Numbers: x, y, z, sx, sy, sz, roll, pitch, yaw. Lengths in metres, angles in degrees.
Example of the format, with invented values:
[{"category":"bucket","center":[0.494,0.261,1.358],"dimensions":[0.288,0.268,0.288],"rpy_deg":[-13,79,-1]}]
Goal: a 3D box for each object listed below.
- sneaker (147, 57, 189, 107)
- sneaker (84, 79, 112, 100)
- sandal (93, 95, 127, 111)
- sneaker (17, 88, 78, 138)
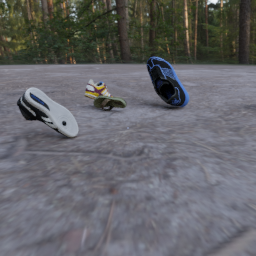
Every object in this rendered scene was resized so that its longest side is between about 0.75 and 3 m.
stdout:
[{"category":"sneaker","center":[1.296,-1.829,10.462],"dimensions":[0.991,0.892,2.544],"rpy_deg":[5,44,-47]},{"category":"sneaker","center":[-0.902,-1.339,10.535],"dimensions":[0.597,0.718,1.594],"rpy_deg":[19,5,38]},{"category":"sandal","center":[-0.685,-0.827,9.719],"dimensions":[1.357,0.539,0.387],"rpy_deg":[4,53,35]},{"category":"sneaker","center":[-1.968,-0.274,6.815],"dimensions":[0.857,1.532,0.560],"rpy_deg":[-24,29,43]}]
